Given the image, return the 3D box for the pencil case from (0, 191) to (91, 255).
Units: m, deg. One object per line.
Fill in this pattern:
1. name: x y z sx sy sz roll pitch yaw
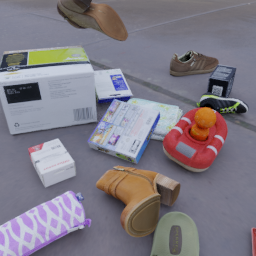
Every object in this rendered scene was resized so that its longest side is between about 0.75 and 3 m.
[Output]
1. pencil case: -1.880 2.160 5.789 2.187 0.918 0.935 -24 58 -28

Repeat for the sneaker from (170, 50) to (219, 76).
1. sneaker: 3.289 -3.209 13.430 2.754 1.040 0.970 -16 38 -21

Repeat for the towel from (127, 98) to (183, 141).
1. towel: 0.746 -0.336 9.725 2.098 0.505 1.796 10 35 14

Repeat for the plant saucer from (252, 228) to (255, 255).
1. plant saucer: 3.082 2.661 5.619 1.147 0.211 1.145 11 36 14

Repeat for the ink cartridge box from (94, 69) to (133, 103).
1. ink cartridge box: -0.720 -1.685 11.674 1.365 0.538 2.745 -6 34 -9

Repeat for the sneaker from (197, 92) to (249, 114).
1. sneaker: 3.474 -0.727 10.384 1.813 0.650 0.751 17 61 24

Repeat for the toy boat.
1. toy boat: 2.096 0.053 8.107 1.505 1.507 2.306 30 44 18

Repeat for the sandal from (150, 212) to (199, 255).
1. sandal: 0.858 2.647 5.057 1.192 0.857 3.003 2 35 3

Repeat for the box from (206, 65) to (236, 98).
1. box: 3.738 -1.751 11.268 0.775 1.099 1.485 16 36 23

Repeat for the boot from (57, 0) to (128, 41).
1. boot: -1.445 -4.127 10.678 1.924 2.631 0.924 7 63 56

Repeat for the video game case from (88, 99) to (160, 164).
1. video game case: -0.094 0.048 8.717 1.646 0.413 1.816 17 60 22

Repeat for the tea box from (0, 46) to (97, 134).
1. tea box: -2.844 -1.533 10.128 2.984 1.994 2.936 -8 35 -12

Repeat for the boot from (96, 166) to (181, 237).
1. boot: -0.030 1.544 6.468 1.817 0.866 2.349 14 12 28

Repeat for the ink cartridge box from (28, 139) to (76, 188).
1. ink cartridge box: -2.126 0.947 7.828 0.928 0.524 1.264 -19 39 -25
